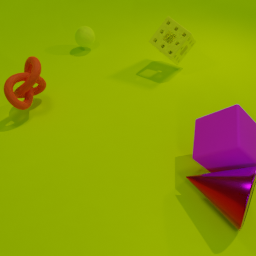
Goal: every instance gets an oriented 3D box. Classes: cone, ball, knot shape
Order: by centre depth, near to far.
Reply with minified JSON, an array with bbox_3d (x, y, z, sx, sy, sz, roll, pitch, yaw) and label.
[{"bbox_3d":[1.908,1.279,6.050,1.389,1.384,1.384,16,45,28],"label":"cone"},{"bbox_3d":[-3.056,-1.220,8.308,0.742,1.605,1.502,25,48,-2],"label":"knot shape"},{"bbox_3d":[-1.765,-3.737,11.474,0.835,0.835,0.835,0,43,0],"label":"ball"}]

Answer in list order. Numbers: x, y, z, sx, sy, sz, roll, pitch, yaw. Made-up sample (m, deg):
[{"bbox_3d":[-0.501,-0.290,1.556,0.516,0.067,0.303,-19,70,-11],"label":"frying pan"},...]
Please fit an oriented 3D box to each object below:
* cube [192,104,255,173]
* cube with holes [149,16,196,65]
[{"bbox_3d":[2.349,0.359,6.579,1.156,1.156,1.156,-23,42,42],"label":"cube"},{"bbox_3d":[1.624,-3.116,10.126,1.075,1.075,1.075,43,15,16],"label":"cube with holes"}]
